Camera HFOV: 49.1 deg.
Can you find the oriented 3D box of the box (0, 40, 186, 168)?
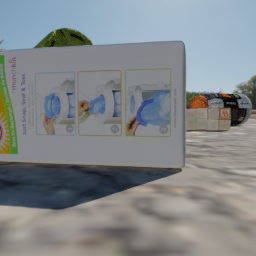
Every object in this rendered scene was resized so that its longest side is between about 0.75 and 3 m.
[{"bbox_3d":[-0.447,-0.218,3.011,2.090,1.059,1.175,0,2,11],"label":"box"}]

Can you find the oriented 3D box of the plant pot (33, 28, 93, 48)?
[{"bbox_3d":[-2.237,-1.768,8.934,2.816,2.816,2.674,-2,-14,-34],"label":"plant pot"}]

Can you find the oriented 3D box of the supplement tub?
[{"bbox_3d":[4.333,-0.880,13.170,2.503,1.533,1.533,-1,3,-19],"label":"supplement tub"}]

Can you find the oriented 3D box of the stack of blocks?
[{"bbox_3d":[2.120,-0.302,9.373,2.341,0.686,1.348,1,2,13],"label":"stack of blocks"}]
